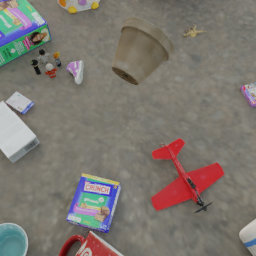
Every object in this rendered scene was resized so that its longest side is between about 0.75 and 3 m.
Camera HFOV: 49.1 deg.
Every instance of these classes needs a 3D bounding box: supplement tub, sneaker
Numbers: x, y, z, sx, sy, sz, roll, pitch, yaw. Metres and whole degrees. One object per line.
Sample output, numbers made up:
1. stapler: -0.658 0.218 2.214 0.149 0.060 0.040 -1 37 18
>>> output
1. supplement tub: 4.006 3.161 6.756 1.507 1.507 2.285 -29 64 -14
2. sneaker: -1.959 -1.992 10.184 0.598 0.380 1.049 -3 54 5

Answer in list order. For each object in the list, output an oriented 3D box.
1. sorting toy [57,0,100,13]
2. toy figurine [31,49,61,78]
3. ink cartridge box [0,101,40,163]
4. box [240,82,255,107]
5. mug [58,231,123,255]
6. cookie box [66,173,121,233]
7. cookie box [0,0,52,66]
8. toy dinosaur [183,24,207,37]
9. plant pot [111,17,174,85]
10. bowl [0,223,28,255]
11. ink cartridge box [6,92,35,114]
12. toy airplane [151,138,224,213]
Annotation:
1. sorting toy: -2.010 -5.777 11.385 1.944 1.750 1.038 -16 63 -8
2. toy figurine: -2.958 -2.373 10.191 0.932 0.649 0.918 17 63 9
3. ink cartridge box: -3.843 0.088 8.982 1.040 0.481 1.908 -41 68 -19
4. box: 4.394 -1.171 9.822 0.574 0.164 0.839 -14 63 -7
5. mug: -1.069 3.721 6.805 1.344 1.788 2.014 43 70 -19
6. cookie box: -0.934 2.093 7.879 1.158 0.509 1.354 12 62 8
7. cookie box: -4.648 -3.747 10.736 2.554 0.960 2.185 -36 69 -17
8. toy dinosaur: 2.650 -3.885 11.273 0.941 0.274 0.476 -11 78 2
9. plant pot: 0.239 -1.705 6.671 1.350 1.350 1.171 29 85 15
10. bowl: -3.103 3.130 7.268 1.185 0.620 1.185 0 62 1
11. ink cartridge box: -3.691 -0.838 9.637 0.896 0.188 0.535 30 66 18
12. toy airplane: 1.640 1.324 8.327 2.472 0.455 2.472 0 62 0
